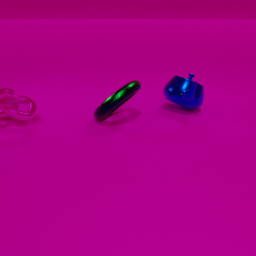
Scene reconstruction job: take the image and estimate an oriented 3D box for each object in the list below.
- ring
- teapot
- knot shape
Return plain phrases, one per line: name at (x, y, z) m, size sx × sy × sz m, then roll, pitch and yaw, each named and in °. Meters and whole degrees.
ring at (-0.286, -0.750, 7.568) m, size 1.550 × 0.310 × 1.550 m, roll -38°, pitch 1°, yaw 1°
teapot at (1.715, -1.133, 8.297) m, size 1.250 × 0.984 × 2.010 m, roll 21°, pitch 11°, yaw -3°
knot shape at (-3.148, -0.607, 7.427) m, size 1.447 × 0.714 × 1.546 m, roll 11°, pitch -5°, yaw -26°
